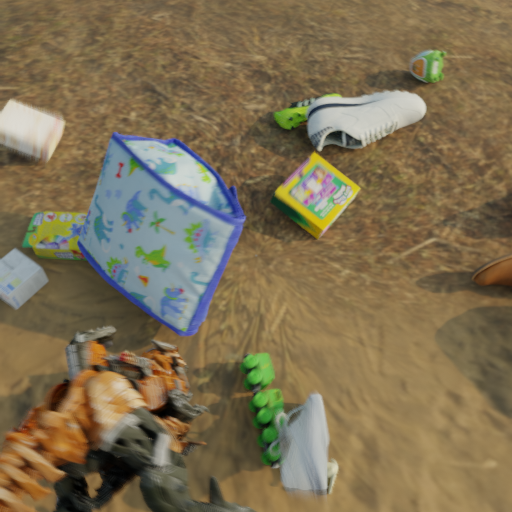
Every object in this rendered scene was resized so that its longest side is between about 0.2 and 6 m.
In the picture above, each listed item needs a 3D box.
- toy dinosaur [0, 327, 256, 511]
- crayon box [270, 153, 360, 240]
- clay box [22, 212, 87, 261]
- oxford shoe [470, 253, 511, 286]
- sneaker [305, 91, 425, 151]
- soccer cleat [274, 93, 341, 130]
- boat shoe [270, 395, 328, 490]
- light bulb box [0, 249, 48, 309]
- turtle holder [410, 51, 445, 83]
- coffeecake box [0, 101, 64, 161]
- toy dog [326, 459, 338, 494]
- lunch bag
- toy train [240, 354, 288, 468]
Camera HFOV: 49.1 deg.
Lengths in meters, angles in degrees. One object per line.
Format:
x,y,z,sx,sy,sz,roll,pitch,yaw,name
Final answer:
-1.935,2.533,7.072,4.653,2.377,3.158,-20,84,-54,toy dinosaur
1.241,-1.261,11.652,1.271,0.429,1.473,40,61,7,crayon box
-3.706,-0.398,11.194,1.651,0.393,0.949,3,54,3,clay box
5.038,0.365,10.441,2.041,0.728,0.727,-6,58,-6,oxford shoe
2.566,-3.028,12.942,2.781,1.062,1.119,-8,63,0,sneaker
1.252,-3.576,13.531,1.755,0.593,0.711,-25,44,-18,soccer cleat
0.608,2.728,8.283,0.844,0.731,1.979,-8,18,10,boat shoe
-4.514,0.431,10.501,0.786,0.495,0.793,31,59,21,light bulb box
4.429,-4.931,14.404,0.745,0.797,1.049,14,57,29,turtle holder
-5.105,-2.812,12.568,1.250,0.457,0.959,20,50,-13,coffeecake box
0.936,3.233,8.460,0.550,0.384,0.533,17,51,15,toy dog
-1.515,-0.401,9.681,1.822,2.432,2.860,-5,39,-45,lunch bag
0.189,2.441,9.037,0.534,0.395,1.895,0,55,-25,toy train
